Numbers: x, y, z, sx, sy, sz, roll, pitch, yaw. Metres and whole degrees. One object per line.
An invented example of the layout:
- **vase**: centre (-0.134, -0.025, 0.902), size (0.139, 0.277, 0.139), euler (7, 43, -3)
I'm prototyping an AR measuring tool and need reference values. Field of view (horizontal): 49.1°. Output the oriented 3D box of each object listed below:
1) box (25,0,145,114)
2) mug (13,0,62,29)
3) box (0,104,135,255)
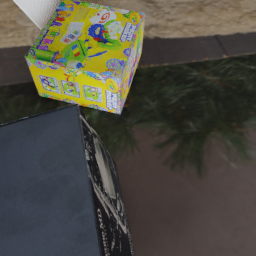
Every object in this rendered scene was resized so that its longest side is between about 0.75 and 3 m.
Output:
- **box**: centre (-1.087, -2.188, 8.355), size (2.606, 1.651, 2.706), euler (14, 58, 7)
- **mug**: centre (-3.162, -4.914, 10.504), size (1.827, 1.539, 2.084), euler (-43, 24, 1)
- **box**: centre (-0.989, 1.521, 4.738), size (1.663, 2.638, 2.684), euler (-17, 61, 5)
